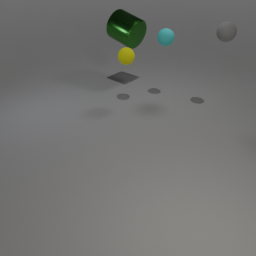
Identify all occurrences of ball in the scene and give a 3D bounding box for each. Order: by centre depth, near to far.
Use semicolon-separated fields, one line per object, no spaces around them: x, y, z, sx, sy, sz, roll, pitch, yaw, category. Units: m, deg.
3.553;-3.469;10.103;0.700;0.700;0.700;0;30;0;ball
1.563;-3.745;11.564;0.700;0.700;0.700;0;30;0;ball
-0.074;-2.967;11.573;0.700;0.700;0.700;0;30;0;ball

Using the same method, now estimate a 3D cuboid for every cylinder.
-0.069;-4.709;13.334;1.400;1.400;1.400;36;43;22;cylinder
